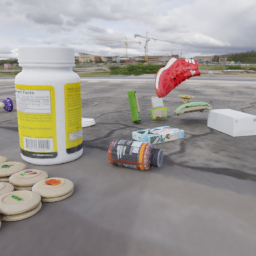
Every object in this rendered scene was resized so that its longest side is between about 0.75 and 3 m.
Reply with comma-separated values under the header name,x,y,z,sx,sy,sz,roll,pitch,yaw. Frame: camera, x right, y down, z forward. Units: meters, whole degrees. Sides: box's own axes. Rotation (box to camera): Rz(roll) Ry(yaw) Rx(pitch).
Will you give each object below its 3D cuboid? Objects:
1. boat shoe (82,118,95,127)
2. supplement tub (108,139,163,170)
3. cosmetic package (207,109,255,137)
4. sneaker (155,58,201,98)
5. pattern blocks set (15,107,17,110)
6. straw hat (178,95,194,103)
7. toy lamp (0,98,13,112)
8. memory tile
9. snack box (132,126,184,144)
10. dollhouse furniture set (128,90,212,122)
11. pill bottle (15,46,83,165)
name,x,y,z,sx,sy,sz,roll,pitch,yaw
boat shoe,-1.914,-0.308,10.198,1.429,0.495,0.506,-2,13,-7
supplement tub,0.171,0.589,6.072,1.123,0.601,0.601,6,14,22
cosmetic package,3.488,-0.212,9.478,0.904,0.650,1.602,-3,14,-12
sneaker,1.377,-1.414,7.486,0.935,0.634,1.618,2,47,34
pattern blocks set,-5.082,-1.027,14.217,1.238,0.114,1.408,-6,14,-26
straw hat,3.370,-1.669,16.374,0.964,0.408,0.964,3,17,-1
toy lamp,-6.435,-0.908,12.284,0.767,0.767,2.634,10,17,36
memory tile,-2.561,1.032,4.925,2.817,0.237,2.160,10,16,35
snack box,0.926,0.205,8.492,1.386,0.257,0.805,-9,16,-34
dollhouse furniture set,1.555,-1.008,10.693,2.990,1.154,1.494,-8,-1,4
pill bottle,-1.843,-0.572,6.620,1.481,2.591,1.481,1,13,0
